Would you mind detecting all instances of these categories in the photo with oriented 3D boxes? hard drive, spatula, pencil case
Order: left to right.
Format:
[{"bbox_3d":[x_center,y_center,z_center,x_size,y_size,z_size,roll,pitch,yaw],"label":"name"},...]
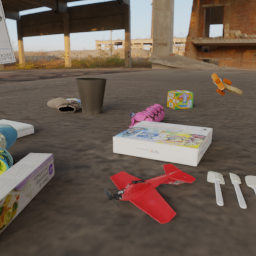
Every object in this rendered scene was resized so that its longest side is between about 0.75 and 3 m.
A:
[{"bbox_3d":[-4.648,0.228,8.974,1.737,0.346,2.634,9,17,30],"label":"hard drive"},{"bbox_3d":[0.742,-0.377,10.439,0.880,0.853,1.879,-38,-4,27],"label":"pencil case"},{"bbox_3d":[2.194,1.258,5.677,1.107,0.128,1.592,9,18,12],"label":"spatula"}]

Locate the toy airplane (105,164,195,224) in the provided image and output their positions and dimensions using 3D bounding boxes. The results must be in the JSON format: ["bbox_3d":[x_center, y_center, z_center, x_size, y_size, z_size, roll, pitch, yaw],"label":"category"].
[{"bbox_3d":[0.499,1.141,5.570,1.988,0.366,1.988,1,17,0],"label":"toy airplane"}]

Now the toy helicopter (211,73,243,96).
[{"bbox_3d":[2.621,-1.113,7.442,0.715,0.426,1.080,29,10,-27],"label":"toy helicopter"}]

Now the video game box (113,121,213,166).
[{"bbox_3d":[1.087,0.348,8.143,2.357,0.552,2.147,7,14,25],"label":"video game box"}]

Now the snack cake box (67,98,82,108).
[{"bbox_3d":[-2.829,-1.285,14.501,0.615,0.359,1.069,-7,16,-27],"label":"snack cake box"}]

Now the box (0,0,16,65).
[{"bbox_3d":[-3.555,-2.444,7.006,1.024,1.756,0.528,-16,17,-30],"label":"box"}]

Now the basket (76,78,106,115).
[{"bbox_3d":[-1.647,-1.464,12.829,1.425,1.581,1.075,3,16,15],"label":"basket"}]

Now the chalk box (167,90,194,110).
[{"bbox_3d":[2.772,-1.450,14.205,1.347,0.835,0.841,-6,17,-21],"label":"chalk box"}]

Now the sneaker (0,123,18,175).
[{"bbox_3d":[-3.050,0.606,6.507,1.577,0.961,2.416,3,25,20],"label":"sneaker"}]

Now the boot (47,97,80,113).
[{"bbox_3d":[-3.131,-1.039,13.294,1.668,0.586,1.220,-5,21,1],"label":"boot"}]

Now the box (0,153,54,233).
[{"bbox_3d":[-2.132,1.186,5.034,0.588,0.549,2.837,2,15,7],"label":"box"}]
